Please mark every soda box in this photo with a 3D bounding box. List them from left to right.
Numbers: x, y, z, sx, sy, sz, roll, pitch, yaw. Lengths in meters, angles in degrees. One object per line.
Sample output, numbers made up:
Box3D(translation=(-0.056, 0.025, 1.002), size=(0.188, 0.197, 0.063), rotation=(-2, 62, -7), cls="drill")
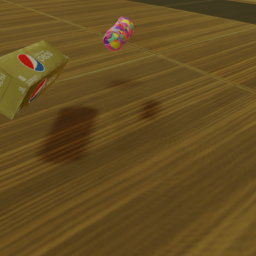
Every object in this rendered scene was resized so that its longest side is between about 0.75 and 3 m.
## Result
Box3D(translation=(-2.050, -1.136, 5.885), size=(0.769, 0.813, 2.402), rotation=(34, 25, -11), cls="soda box")

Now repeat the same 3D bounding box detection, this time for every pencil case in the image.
Box3D(translation=(-0.202, -2.142, 6.338), size=(0.489, 0.489, 1.107), rotation=(7, 37, 11), cls="pencil case")
